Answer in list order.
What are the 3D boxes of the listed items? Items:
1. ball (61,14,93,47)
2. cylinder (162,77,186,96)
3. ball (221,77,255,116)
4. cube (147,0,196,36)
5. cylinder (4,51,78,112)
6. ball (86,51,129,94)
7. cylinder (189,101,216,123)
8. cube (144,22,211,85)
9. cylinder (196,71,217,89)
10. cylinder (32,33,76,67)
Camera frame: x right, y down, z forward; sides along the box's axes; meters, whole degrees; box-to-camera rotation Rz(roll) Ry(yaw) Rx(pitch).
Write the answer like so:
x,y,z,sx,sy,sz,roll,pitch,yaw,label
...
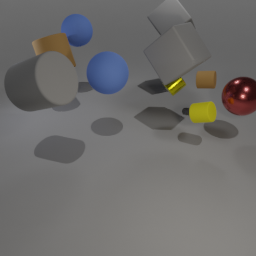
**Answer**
x,y,z,sx,sy,sz,roll,pitch,yaw,label
-2.283,-4.358,12.542,1.400,1.400,1.400,0,31,0,ball
1.868,-1.777,11.316,0.700,0.700,0.700,-39,33,8,cylinder
4.085,-1.135,10.046,1.400,1.400,1.400,0,31,0,ball
1.940,-4.642,12.369,1.400,1.400,1.400,57,17,12,cube
-2.311,-1.211,7.528,1.400,1.400,1.400,-6,23,35,cylinder
-0.676,-1.823,9.317,1.400,1.400,1.400,0,31,0,ball
2.594,-0.537,9.706,0.700,0.700,0.700,-3,22,41,cylinder
1.683,-2.523,9.505,1.400,1.400,1.400,-31,1,43,cube
3.153,-1.943,11.279,0.700,0.700,0.700,4,30,26,cylinder
-3.005,-3.004,11.474,1.400,1.400,1.400,-15,16,5,cylinder
